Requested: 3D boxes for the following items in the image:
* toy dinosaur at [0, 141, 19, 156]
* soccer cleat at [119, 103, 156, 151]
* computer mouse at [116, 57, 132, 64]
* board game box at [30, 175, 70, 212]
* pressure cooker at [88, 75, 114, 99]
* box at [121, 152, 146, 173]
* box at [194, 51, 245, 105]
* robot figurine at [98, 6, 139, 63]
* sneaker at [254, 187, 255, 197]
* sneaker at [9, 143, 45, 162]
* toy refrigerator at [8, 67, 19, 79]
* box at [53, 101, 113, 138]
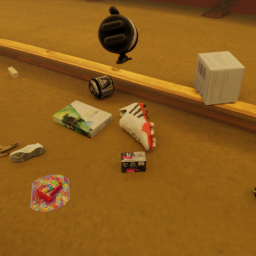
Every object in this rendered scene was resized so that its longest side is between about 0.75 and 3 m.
[{"bbox_3d":[-5.063,0.844,10.278,1.970,0.573,0.996,-1,22,-13],"label":"toy dinosaur"},{"bbox_3d":[0.315,-0.058,11.017,1.261,1.016,2.961,-11,35,0],"label":"soccer cleat"},{"bbox_3d":[-0.227,-4.086,16.772,1.170,0.199,0.343,-28,45,-32],"label":"computer mouse"},{"bbox_3d":[-2.489,1.944,8.903,1.193,0.294,1.510,-7,39,-9],"label":"board game box"},{"bbox_3d":[-1.316,-1.935,13.390,1.103,0.985,0.970,-21,29,-25],"label":"pressure cooker"},{"bbox_3d":[0.180,1.168,9.684,0.846,0.559,0.485,-2,38,-3],"label":"box"},{"bbox_3d":[4.207,-2.368,13.179,1.603,1.871,1.862,-6,38,-3],"label":"box"},{"bbox_3d":[-0.372,-3.646,11.073,1.458,1.756,2.337,29,16,2],"label":"robot figurine"},{"bbox_3d":[4.848,2.243,8.080,0.853,0.842,2.234,-24,45,-27],"label":"sneaker"},{"bbox_3d":[-3.698,0.888,10.226,1.223,0.430,0.490,-16,31,-28],"label":"sneaker"},{"bbox_3d":[-6.259,-3.027,15.304,0.293,0.317,0.836,-25,44,-29],"label":"toy refrigerator"},{"bbox_3d":[-1.914,-0.422,11.889,2.075,0.377,1.498,21,42,26],"label":"box"}]
